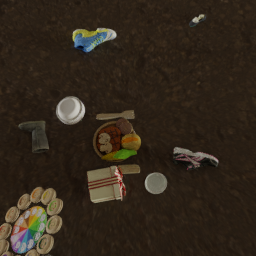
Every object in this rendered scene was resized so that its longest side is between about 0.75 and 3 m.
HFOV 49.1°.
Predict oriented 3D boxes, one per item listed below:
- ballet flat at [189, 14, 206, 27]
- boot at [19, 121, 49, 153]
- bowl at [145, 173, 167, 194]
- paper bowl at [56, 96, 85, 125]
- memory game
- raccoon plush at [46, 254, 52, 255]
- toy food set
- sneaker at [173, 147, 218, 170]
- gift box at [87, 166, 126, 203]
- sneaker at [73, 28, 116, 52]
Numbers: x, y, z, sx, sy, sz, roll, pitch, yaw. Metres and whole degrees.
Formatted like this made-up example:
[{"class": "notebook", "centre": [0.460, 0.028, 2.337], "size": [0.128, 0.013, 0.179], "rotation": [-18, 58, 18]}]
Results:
[{"class": "ballet flat", "centre": [3.415, -5.313, 13.694], "size": [0.991, 0.362, 0.362], "rotation": [-30, 68, -13]}, {"class": "boot", "centre": [-3.708, 0.365, 10.992], "size": [1.144, 0.457, 1.258], "rotation": [-8, 72, -2]}, {"class": "bowl", "centre": [0.988, 1.928, 9.995], "size": [0.771, 0.346, 0.771], "rotation": [0, 96, 3]}, {"class": "paper bowl", "centre": [-2.350, -0.747, 11.288], "size": [1.119, 0.582, 1.119], "rotation": [-4, 68, 9]}, {"class": "memory game", "centre": [-3.212, 3.167, 8.937], "size": [2.816, 0.179, 2.816], "rotation": [-21, 45, 22]}, {"class": "raccoon plush", "centre": [-2.764, 4.698, 8.292], "size": [1.082, 1.498, 2.236], "rotation": [41, 71, 17]}, {"class": "toy food set", "centre": [-0.442, 0.441, 10.846], "size": [1.840, 0.535, 2.666], "rotation": [-5, 65, -2]}, {"class": "sneaker", "centre": [2.471, 1.278, 10.483], "size": [1.677, 0.674, 0.724], "rotation": [12, 75, 15]}, {"class": "gift box", "centre": [-0.721, 1.999, 9.701], "size": [1.188, 1.272, 1.174], "rotation": [-10, 76, -4]}, {"class": "sneaker", "centre": [-1.555, -3.972, 12.928], "size": [2.006, 0.760, 1.054], "rotation": [0, 78, 7]}]
